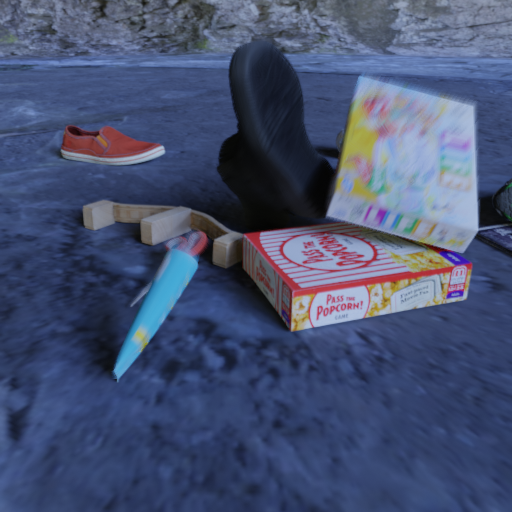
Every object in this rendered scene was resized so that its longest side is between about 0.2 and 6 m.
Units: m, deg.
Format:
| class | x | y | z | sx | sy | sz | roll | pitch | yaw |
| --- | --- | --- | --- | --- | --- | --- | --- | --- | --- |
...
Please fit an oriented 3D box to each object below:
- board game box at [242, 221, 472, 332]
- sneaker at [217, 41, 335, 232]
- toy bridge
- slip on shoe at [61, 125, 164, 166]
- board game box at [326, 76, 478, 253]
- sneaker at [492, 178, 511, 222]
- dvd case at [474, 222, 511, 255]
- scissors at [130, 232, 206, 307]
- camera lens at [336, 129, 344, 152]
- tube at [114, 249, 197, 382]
| class | x | y | z | sx | sy | sz | roll | pitch | yaw |
| --- | --- | --- | --- | --- | --- | --- | --- | --- | --- |
| board game box | 1.329 | 0.146 | 7.968 | 2.603 | 0.603 | 1.972 | -8 | 26 | -18 |
| sneaker | 0.007 | -1.537 | 8.385 | 1.877 | 3.599 | 1.081 | 16 | 64 | 38 |
| toy bridge | -1.522 | -0.528 | 9.672 | 3.296 | 0.449 | 1.108 | 15 | 26 | 30 |
| slip on shoe | -3.712 | -2.850 | 14.312 | 2.840 | 0.869 | 1.052 | 8 | 24 | 15 |
| board game box | 2.218 | -1.475 | 8.299 | 1.925 | 0.490 | 2.863 | 16 | 50 | 1 |
| sneaker | 5.003 | -1.057 | 10.513 | 2.342 | 0.914 | 0.998 | -9 | 15 | -43 |
| dvd case | 4.412 | -0.262 | 9.494 | 0.973 | 0.105 | 1.309 | -9 | 26 | -19 |
| scissors | -1.210 | 0.143 | 8.003 | 0.652 | 0.124 | 1.782 | -6 | 30 | 18 |
| camera lens | 2.475 | -2.949 | 14.695 | 0.719 | 0.719 | 0.898 | 0 | 23 | 1 |
| tube | -1.150 | 0.633 | 6.107 | 0.384 | 0.590 | 1.524 | 24 | 63 | 6 |
